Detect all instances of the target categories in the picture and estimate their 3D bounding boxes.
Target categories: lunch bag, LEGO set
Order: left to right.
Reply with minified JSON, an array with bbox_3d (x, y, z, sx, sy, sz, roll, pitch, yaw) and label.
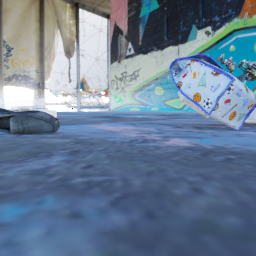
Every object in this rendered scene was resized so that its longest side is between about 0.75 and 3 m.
[{"bbox_3d":[1.988,-0.969,6.762,1.551,1.130,1.824,22,17,-41],"label":"lunch bag"},{"bbox_3d":[2.745,-1.323,6.194,1.139,0.497,1.754,25,19,-50],"label":"LEGO set"}]

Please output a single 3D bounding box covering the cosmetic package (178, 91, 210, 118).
[{"bbox_3d":[2.797,-1.109,10.830,1.600,0.585,0.828,27,-52,-27],"label":"cosmetic package"}]

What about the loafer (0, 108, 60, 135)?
[{"bbox_3d":[-2.168,-0.075,5.620,1.563,0.531,0.549,7,31,4],"label":"loafer"}]

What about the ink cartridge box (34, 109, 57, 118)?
[{"bbox_3d":[-3.567,-0.573,12.161,0.832,0.482,1.127,1,1,-8],"label":"ink cartridge box"}]

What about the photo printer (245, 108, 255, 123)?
[{"bbox_3d":[4.072,-0.424,9.742,1.479,0.514,1.230,2,2,25],"label":"photo printer"}]
